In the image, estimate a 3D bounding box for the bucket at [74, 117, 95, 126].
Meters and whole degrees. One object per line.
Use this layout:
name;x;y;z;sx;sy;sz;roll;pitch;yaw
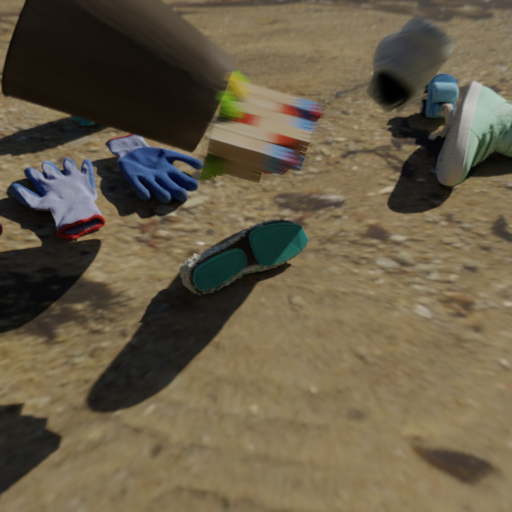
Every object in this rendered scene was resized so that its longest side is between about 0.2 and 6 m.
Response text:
bucket;-3.862;-3.959;13.552;0.991;1.524;1.524;-21;41;-40

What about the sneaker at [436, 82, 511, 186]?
sneaker;5.021;-2.383;11.721;1.936;1.208;3.282;26;52;8

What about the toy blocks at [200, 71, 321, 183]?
toy blocks;0.130;-1.512;7.007;1.240;0.907;1.814;16;47;-3

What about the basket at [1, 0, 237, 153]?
basket;-2.042;-3.096;9.071;3.043;2.743;2.069;26;5;-14

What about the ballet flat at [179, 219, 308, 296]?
ballet flat;-0.251;-0.063;9.052;2.262;0.812;0.812;-21;42;-25

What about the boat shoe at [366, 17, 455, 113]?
boat shoe;2.283;-2.978;9.239;1.045;1.066;2.995;37;7;-2

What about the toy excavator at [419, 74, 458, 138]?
toy excavator;4.513;-3.622;13.499;0.814;1.584;1.629;4;9;4

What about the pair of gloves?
pair of gloves;-2.901;-1.512;11.206;3.584;0.408;2.882;-22;44;-24

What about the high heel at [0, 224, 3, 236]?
high heel;-5.224;-0.078;8.923;2.189;0.737;1.050;-9;28;-3
